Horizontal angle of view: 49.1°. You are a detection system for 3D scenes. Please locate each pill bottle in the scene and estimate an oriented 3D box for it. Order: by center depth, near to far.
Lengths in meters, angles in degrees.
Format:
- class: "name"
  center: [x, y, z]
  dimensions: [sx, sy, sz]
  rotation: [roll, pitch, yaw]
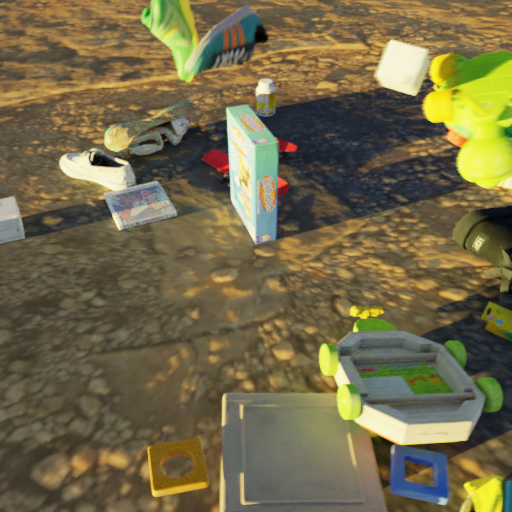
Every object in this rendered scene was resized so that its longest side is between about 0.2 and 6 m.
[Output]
- class: "pill bottle"
  center: [0.283, -4.587, 16.236]
  dimensions: [0.538, 0.985, 0.538]
  rotation: [0, 39, 0]

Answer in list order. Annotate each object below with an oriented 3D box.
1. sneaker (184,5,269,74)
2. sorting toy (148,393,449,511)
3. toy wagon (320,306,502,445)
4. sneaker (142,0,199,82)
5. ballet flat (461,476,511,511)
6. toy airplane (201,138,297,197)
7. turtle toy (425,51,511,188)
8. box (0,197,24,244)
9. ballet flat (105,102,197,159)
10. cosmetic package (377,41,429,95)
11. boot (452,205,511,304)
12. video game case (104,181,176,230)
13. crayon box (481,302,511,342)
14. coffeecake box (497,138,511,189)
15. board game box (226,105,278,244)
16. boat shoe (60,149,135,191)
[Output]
- class: "sneaker"
  center: [-0.557, -4.522, 12.151]
  dimensions: [0.934, 0.835, 2.339]
  rotation: [45, 62, -9]
- class: "sorting toy"
  center: [0.531, 2.741, 7.543]
  dimensions: [3.910, 0.533, 2.201]
  rotation: [1, 32, -3]
- class: "toy wagon"
  center: [2.132, 1.678, 8.505]
  dimensions: [2.255, 0.575, 2.907]
  rotation: [0, 23, -10]
- class: "sneaker"
  center: [-1.890, -5.061, 12.174]
  dimensions: [1.079, 2.583, 0.957]
  rotation: [-16, 38, -3]
- class: "ballet flat"
  center: [2.698, 3.499, 6.610]
  dimensions: [0.666, 0.664, 1.988]
  rotation: [-7, 31, 27]
- class: "toy airplane"
  center: [0.004, -2.352, 13.871]
  dimensions: [2.638, 0.485, 2.638]
  rotation: [1, 40, -1]
- class: "turtle toy"
  center: [3.712, -2.260, 8.888]
  dimensions: [1.857, 1.288, 2.549]
  rotation: [0, 53, 28]
- class: "box"
  center: [-5.417, -0.715, 11.769]
  dimensions: [0.875, 0.575, 0.880]
  rotation: [-16, 42, -19]
- class: "ballet flat"
  center: [-2.569, -3.228, 14.801]
  dimensions: [2.882, 1.016, 0.941]
  rotation: [-30, 74, -28]
- class: "cosmetic package"
  center: [2.223, -2.823, 8.449]
  dimensions: [0.553, 0.553, 0.671]
  rotation: [24, 10, 19]
- class: "boot"
  center: [5.407, 0.065, 10.351]
  dimensions: [3.033, 1.122, 2.486]
  rotation: [-9, 45, -27]
- class: "video game case"
  center: [-2.635, -1.167, 12.656]
  dimensions: [1.303, 0.164, 1.430]
  rotation: [-16, 42, -19]
- class: "crayon box"
  center: [4.329, 1.177, 9.661]
  dimensions: [0.843, 0.214, 0.535]
  rotation: [27, 45, 22]
- class: "coffeecake box"
  center: [6.692, -2.176, 13.486]
  dimensions: [1.878, 0.686, 1.441]
  rotation: [11, 40, 13]
- class: "board game box"
  center: [-0.084, -1.682, 11.587]
  dimensions: [0.520, 2.311, 1.757]
  rotation: [-13, 42, -14]
- class: "boat shoe"
  center: [-3.870, -2.202, 13.484]
  dimensions: [2.217, 0.729, 0.798]
  rotation: [24, 45, 27]
